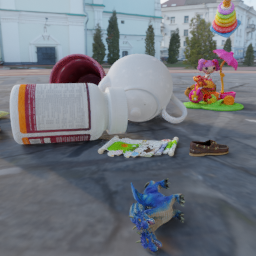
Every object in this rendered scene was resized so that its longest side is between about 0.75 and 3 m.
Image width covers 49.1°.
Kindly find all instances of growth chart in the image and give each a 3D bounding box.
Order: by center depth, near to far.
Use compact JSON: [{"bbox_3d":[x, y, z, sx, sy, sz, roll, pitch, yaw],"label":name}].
[{"bbox_3d":[0.314,0.481,7.320,1.977,0.175,1.431,2,16,10],"label":"growth chart"}]

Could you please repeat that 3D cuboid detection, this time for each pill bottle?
[{"bbox_3d":[-1.600,-0.434,7.872,2.985,1.635,1.635,-3,15,-13],"label":"pill bottle"}]

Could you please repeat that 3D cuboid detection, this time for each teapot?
[{"bbox_3d":[0.409,-1.137,9.976,2.687,2.652,1.963,-17,43,22],"label":"teapot"}]

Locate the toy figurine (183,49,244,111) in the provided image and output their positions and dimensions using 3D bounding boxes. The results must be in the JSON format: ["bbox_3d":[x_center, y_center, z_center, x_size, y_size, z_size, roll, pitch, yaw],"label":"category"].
[{"bbox_3d":[3.928,-2.265,12.903,2.854,2.627,2.142,1,15,6],"label":"toy figurine"}]

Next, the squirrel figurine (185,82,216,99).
[{"bbox_3d":[3.880,-2.022,15.118,1.476,1.119,1.581,-15,17,-25],"label":"squirrel figurine"}]

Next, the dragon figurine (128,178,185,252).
[{"bbox_3d":[0.281,1.114,4.218,0.859,0.509,1.728,-4,17,-16],"label":"dragon figurine"}]

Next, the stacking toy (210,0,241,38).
[{"bbox_3d":[3.002,-3.555,8.580,0.767,0.811,1.397,39,-8,26],"label":"stacking toy"}]

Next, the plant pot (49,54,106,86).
[{"bbox_3d":[-1.997,-1.914,12.688,2.418,2.418,2.164,3,-1,10],"label":"plant pot"}]

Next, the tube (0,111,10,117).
[{"bbox_3d":[-5.407,-0.440,10.265,0.603,0.540,2.079,47,27,13],"label":"tube"}]

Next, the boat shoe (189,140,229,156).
[{"bbox_3d":[2.027,0.474,6.941,1.054,0.371,0.371,-3,13,-16],"label":"boat shoe"}]
